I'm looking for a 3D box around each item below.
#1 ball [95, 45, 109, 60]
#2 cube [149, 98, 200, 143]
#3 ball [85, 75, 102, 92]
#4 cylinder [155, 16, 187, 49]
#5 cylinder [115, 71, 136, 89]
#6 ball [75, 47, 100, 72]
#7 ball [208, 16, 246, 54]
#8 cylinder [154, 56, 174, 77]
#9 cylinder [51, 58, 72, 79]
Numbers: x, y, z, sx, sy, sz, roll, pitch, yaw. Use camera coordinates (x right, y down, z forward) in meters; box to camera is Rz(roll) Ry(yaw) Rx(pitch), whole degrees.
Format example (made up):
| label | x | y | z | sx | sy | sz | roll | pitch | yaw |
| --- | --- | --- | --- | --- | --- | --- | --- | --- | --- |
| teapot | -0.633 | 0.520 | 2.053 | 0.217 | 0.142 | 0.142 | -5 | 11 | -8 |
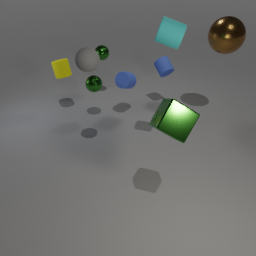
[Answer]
| label | x | y | z | sx | sy | sz | roll | pitch | yaw |
| --- | --- | --- | --- | --- | --- | --- | --- | --- | --- |
| ball | -1.233 | -3.546 | 13.211 | 0.700 | 0.700 | 0.700 | 0 | 31 | 0 |
| cube | 0.986 | -0.176 | 6.077 | 0.700 | 0.700 | 0.700 | 29 | 2 | -12 |
| ball | -1.405 | -1.821 | 11.547 | 0.700 | 0.700 | 0.700 | 0 | 31 | 0 |
| cylinder | 1.185 | -2.655 | 7.826 | 0.700 | 0.700 | 0.700 | 21 | 33 | -1 |
| cylinder | -0.089 | -2.013 | 11.825 | 0.700 | 0.700 | 0.700 | 14 | 12 | 22 |
| ball | -1.162 | -1.951 | 8.010 | 0.700 | 0.700 | 0.700 | 0 | 31 | 0 |
| ball | 3.810 | -3.575 | 10.822 | 1.400 | 1.400 | 1.400 | 0 | 31 | 0 |
| cylinder | 1.634 | -2.780 | 12.710 | 0.700 | 0.700 | 0.700 | -19 | 77 | -28 |
| cylinder | -2.811 | -2.525 | 11.895 | 0.700 | 0.700 | 0.700 | -11 | 22 | 4 |
